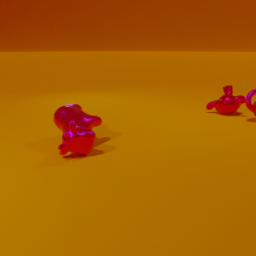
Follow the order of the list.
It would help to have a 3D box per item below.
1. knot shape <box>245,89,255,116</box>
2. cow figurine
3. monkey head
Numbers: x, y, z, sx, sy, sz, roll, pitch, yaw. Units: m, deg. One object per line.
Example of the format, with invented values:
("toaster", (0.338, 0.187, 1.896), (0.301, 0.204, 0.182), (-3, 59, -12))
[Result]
("knot shape", (4.529, -0.821, 9.150), (1.097, 1.172, 0.541), (-29, 23, 31))
("cow figurine", (-1.372, -0.005, 6.924), (1.667, 0.915, 1.640), (33, 21, 24))
("monkey head", (3.652, -1.049, 10.307), (1.474, 1.060, 0.888), (-11, -2, 38))
